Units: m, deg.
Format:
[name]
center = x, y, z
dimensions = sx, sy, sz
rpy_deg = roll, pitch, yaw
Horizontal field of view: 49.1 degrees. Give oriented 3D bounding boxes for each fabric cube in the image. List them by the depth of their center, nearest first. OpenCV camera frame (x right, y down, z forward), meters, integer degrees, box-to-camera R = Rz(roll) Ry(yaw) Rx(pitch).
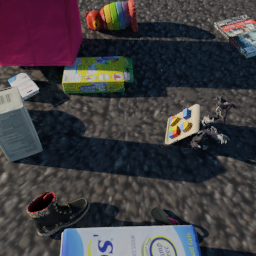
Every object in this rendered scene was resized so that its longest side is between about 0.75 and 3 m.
[fabric cube]
center = -3.439, -4.273, 10.542
dimensions = 2.914, 2.905, 2.859
rpy_deg = -1, 40, 1

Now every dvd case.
[dvd case]
center = 5.262, -4.153, 12.471
dimensions = 1.819, 0.274, 2.492
rpy_deg = -19, 54, -14

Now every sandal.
[sandal]
center = 1.112, 2.554, 7.395
dimensions = 1.234, 0.295, 0.464
rpy_deg = 33, 60, 22

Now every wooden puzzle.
[wooden puzzle]
center = 1.713, -0.149, 8.991
dimensions = 0.290, 1.251, 1.159
rpy_deg = 37, 48, -28

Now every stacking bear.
[stacking bear]
center = -0.763, -4.940, 12.553
dimensions = 2.207, 1.340, 1.255
rpy_deg = -10, 49, 1

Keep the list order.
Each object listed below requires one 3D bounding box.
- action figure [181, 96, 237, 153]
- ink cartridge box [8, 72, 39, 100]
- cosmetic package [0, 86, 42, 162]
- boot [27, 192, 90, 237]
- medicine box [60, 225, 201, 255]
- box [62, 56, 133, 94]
[action figure]
center = 2.577, 0.083, 8.640
dimensions = 1.038, 2.034, 1.209
rpy_deg = 33, 13, -6
[ink cartridge box]
center = -3.810, -1.488, 10.373
dimensions = 0.693, 0.399, 1.196
rpy_deg = -33, 60, -22
[cosmetic package]
center = -3.375, -0.064, 8.224
dimensions = 1.102, 2.132, 0.930
rpy_deg = -19, 54, -16
[boot]
center = -1.768, 2.066, 7.205
dimensions = 1.512, 1.139, 0.553
rpy_deg = -26, 45, -16
[medicine box]
center = 0.068, 3.536, 5.692
dimensions = 2.894, 1.490, 2.636
rpy_deg = 2, 53, -10
[box]
center = -1.097, -2.053, 10.681
dimensions = 2.581, 0.624, 1.514
rpy_deg = -3, 52, 1
